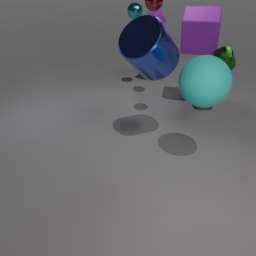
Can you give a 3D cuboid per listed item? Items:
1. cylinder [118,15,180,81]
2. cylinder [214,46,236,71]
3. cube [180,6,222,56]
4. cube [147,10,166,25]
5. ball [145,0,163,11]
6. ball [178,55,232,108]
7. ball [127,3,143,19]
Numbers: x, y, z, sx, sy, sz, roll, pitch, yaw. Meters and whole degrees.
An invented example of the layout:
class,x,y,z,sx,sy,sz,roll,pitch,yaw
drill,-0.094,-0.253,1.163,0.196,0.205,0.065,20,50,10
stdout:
class,x,y,z,sx,sy,sz,roll,pitch,yaw
cylinder,0.639,-2.328,8.301,1.400,1.400,1.400,24,-5,35
cylinder,3.667,-2.595,10.590,0.700,0.700,0.700,-15,57,24
cube,2.902,-3.881,11.168,1.400,1.400,1.400,7,46,14
cube,1.266,-5.130,13.426,0.700,0.700,0.700,21,75,44
ball,0.998,-4.860,10.756,0.700,0.700,0.700,0,30,0
ball,2.073,-1.252,7.573,1.400,1.400,1.400,0,30,0
ball,0.307,-5.214,12.492,0.700,0.700,0.700,0,30,0
